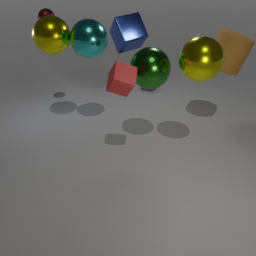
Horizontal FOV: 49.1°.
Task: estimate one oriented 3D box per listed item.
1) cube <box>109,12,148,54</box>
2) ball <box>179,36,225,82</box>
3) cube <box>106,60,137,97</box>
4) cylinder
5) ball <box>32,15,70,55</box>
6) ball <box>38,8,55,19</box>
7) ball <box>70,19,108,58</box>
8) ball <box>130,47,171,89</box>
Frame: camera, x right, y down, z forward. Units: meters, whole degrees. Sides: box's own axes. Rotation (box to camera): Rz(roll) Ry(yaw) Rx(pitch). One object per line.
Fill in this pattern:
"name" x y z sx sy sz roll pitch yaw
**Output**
"cube" 0.016 -4.990 14.763 1.400 1.400 1.400 -20 -4 -18
"ball" 2.305 -2.162 8.824 1.400 1.400 1.400 0 29 0
"cube" -0.194 -1.479 8.490 0.700 0.700 0.700 16 60 -18
"cylinder" 4.000 -3.018 11.061 1.400 1.400 1.400 17 29 -10
"ball" -2.844 -3.465 10.475 1.400 1.400 1.400 0 29 0
"ball" -3.350 -4.548 11.524 0.700 0.700 0.700 0 29 0
"ball" -1.444 -3.302 10.378 1.400 1.400 1.400 0 29 0
"ball" 0.746 -2.019 9.491 1.400 1.400 1.400 0 29 0
